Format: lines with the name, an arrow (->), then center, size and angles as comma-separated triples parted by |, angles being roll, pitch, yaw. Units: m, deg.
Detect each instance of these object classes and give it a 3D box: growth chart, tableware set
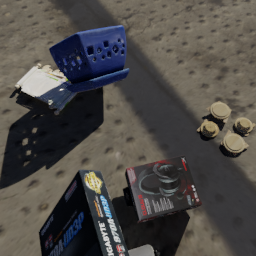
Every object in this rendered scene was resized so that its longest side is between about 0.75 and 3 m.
growth chart -> -2.738, -1.447, 9.652 | 2.209, 0.196, 1.599 | 29, 56, 18
tableware set -> 3.081, -0.031, 8.746 | 1.707, 0.198, 1.426 | 35, 67, 19

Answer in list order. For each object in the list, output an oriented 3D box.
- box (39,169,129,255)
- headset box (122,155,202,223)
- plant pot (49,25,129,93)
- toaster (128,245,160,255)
box -> -1.001, 2.277, 5.471 | 0.546, 2.373, 1.886 | 11, 39, -35
headset box -> 0.764, 1.564, 7.121 | 1.775, 0.685, 1.321 | -11, 67, -9
plant pot -> -1.113, -2.095, 8.855 | 1.822, 1.638, 1.822 | -25, 15, -38
toaster -> 0.340, 3.321, 5.739 | 0.973, 1.640, 1.482 | -15, 58, 2
